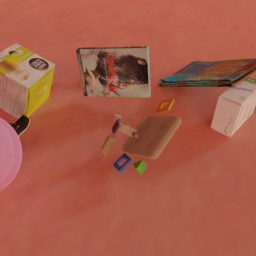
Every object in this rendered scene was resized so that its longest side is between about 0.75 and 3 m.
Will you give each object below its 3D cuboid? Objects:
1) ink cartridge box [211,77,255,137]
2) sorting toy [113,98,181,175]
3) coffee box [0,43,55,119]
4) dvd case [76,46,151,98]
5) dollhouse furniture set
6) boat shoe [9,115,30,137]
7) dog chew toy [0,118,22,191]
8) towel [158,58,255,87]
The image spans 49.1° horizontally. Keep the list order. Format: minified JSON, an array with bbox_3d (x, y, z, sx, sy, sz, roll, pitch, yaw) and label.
[{"bbox_3d":[2.982,-0.618,7.660,0.633,1.091,1.507,30,47,30],"label":"ink cartridge box"},{"bbox_3d":[0.574,0.215,6.661,2.265,0.309,1.275,-53,30,-18],"label":"sorting toy"},{"bbox_3d":[-3.082,-1.308,8.009,1.351,1.366,1.364,29,44,0],"label":"coffee box"},{"bbox_3d":[-0.402,-1.601,8.153,2.080,1.519,0.229,4,33,13],"label":"dvd case"},{"bbox_3d":[-0.213,0.269,6.911,0.656,0.924,0.732,25,17,-20],"label":"dollhouse furniture set"},{"bbox_3d":[-2.996,0.057,7.306,0.481,0.412,1.315,-17,32,28],"label":"boat shoe"},{"bbox_3d":[-2.836,0.472,4.957,1.796,1.796,2.884,-18,1,-21],"label":"dog chew toy"},{"bbox_3d":[2.571,-1.755,8.733,2.070,0.306,2.823,-31,24,-29],"label":"towel"}]
